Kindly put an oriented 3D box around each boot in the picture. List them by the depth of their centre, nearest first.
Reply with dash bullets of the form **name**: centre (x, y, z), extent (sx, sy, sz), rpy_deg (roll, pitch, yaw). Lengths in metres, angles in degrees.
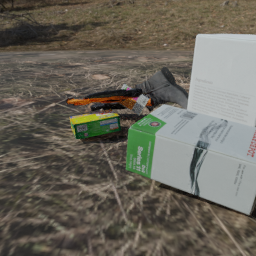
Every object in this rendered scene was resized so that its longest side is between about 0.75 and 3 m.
- **boot**: centre (1.302, -0.972, 9.816), extent (1.438, 0.763, 2.185), rpy_deg (-35, 64, 4)

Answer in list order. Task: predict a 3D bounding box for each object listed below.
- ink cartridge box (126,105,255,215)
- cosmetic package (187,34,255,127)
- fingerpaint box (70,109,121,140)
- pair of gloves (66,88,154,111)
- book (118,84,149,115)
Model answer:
- **ink cartridge box**: centre (1.329, 0.417, 5.129), extent (2.241, 0.931, 1.643), rpy_deg (17, 26, 26)
- **cosmetic package**: centre (3.191, -1.189, 7.726), extent (2.161, 2.582, 2.147), rpy_deg (-15, 27, -36)
- **fingerpaint box**: centre (-0.927, -0.118, 7.802), extent (1.251, 0.459, 1.043), rpy_deg (-12, 16, -14)
- **pair of gloves**: centre (-0.434, -0.850, 8.604), extent (2.204, 0.306, 2.474), rpy_deg (-5, -4, 16)
- **book**: centre (0.119, -0.853, 8.400), extent (0.876, 0.585, 0.210), rpy_deg (33, 14, 8)
